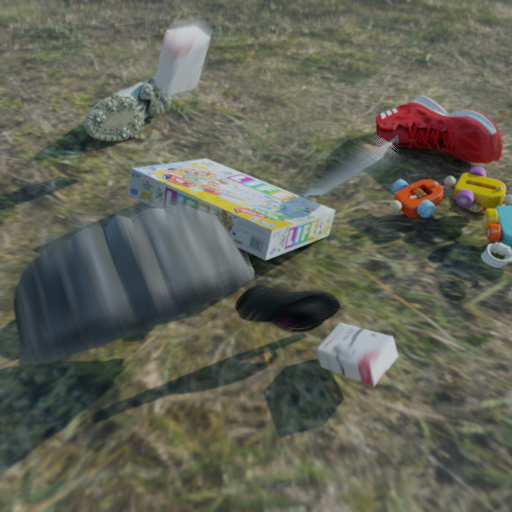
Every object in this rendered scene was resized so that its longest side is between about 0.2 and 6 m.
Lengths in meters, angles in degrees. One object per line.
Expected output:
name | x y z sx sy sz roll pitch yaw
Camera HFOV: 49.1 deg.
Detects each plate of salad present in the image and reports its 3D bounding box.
plate of salad | 1.641 -1.659 10.390 1.870 1.870 0.449 -33 92 -34

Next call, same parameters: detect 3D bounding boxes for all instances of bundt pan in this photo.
bundt pan | -1.595 0.288 6.968 2.987 2.987 1.121 -20 82 -23

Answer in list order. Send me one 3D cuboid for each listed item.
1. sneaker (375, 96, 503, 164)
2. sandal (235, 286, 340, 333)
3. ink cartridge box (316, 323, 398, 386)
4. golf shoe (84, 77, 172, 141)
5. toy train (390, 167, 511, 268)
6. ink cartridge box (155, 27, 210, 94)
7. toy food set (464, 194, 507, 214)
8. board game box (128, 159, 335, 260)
sneaker | 3.916 -2.649 12.900 1.858 1.260 3.216 -22 31 -13
sandal | 0.527 0.854 8.091 1.886 0.709 0.451 7 36 -39
ink cartridge box | 1.405 1.355 7.853 0.906 0.384 0.660 9 39 44
golf shoe | -3.445 -3.635 14.293 1.366 1.100 2.810 1 31 38
toy train | 3.989 -0.683 10.640 2.103 0.779 2.800 -28 48 -16
ink cartridge box | -1.555 -4.074 11.700 0.866 1.190 0.504 -28 64 -39
toy food set | 4.672 -1.215 11.625 1.002 0.246 1.012 20 42 23
board game box | -0.468 -1.006 10.578 3.268 0.559 2.197 25 26 28
